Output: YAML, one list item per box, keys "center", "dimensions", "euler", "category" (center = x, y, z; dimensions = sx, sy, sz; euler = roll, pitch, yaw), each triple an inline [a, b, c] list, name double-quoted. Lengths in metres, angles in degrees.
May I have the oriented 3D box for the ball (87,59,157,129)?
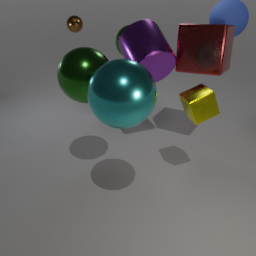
- center: [-0.119, -0.682, 5.662]
  dimensions: [1.400, 1.400, 1.400]
  euler: [0, 30, 0]
  category: "ball"

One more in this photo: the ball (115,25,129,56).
- center: [0.158, -3.707, 12.053]
  dimensions: [1.400, 1.400, 1.400]
  euler: [0, 30, 0]
  category: "ball"

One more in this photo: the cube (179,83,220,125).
- center: [1.854, -0.629, 7.310]
  dimensions: [0.700, 0.700, 0.700]
  euler: [-26, 28, 0]
  category: "cube"

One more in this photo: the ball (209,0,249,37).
- center: [3.748, -4.062, 10.437]
  dimensions: [1.400, 1.400, 1.400]
  euler: [0, 30, 0]
  category: "ball"

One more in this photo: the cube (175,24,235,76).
- center: [2.398, -2.473, 8.684]
  dimensions: [1.400, 1.400, 1.400]
  euler: [12, 23, 26]
  category: "cube"

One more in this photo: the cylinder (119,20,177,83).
- center: [0.580, -2.312, 8.611]
  dimensions: [1.400, 1.400, 1.400]
  euler: [-11, 61, -19]
  category: "cylinder"

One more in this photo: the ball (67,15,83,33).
- center: [-2.292, -4.477, 12.073]
  dimensions: [0.700, 0.700, 0.700]
  euler: [0, 30, 0]
  category: "ball"

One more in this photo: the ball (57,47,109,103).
- center: [-1.078, -1.329, 7.107]
  dimensions: [1.400, 1.400, 1.400]
  euler: [0, 30, 0]
  category: "ball"
